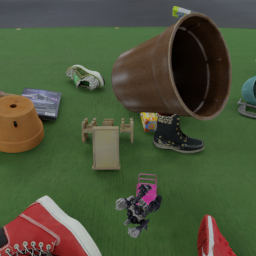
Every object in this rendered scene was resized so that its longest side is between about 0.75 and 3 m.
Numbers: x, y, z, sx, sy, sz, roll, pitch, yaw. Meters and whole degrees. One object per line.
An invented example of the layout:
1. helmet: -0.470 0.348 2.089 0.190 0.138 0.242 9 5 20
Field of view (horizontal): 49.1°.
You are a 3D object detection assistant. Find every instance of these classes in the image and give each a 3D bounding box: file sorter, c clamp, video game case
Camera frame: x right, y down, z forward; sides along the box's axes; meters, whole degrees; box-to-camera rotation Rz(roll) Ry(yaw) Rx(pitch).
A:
1. file sorter: 0.522 1.722 7.754 0.565 0.510 0.813 3 34 4
2. c clamp: 5.377 -0.802 11.780 1.667 0.226 1.424 21 39 28
3. video game case: -3.755 -1.056 11.831 1.643 0.218 2.299 7 30 -11

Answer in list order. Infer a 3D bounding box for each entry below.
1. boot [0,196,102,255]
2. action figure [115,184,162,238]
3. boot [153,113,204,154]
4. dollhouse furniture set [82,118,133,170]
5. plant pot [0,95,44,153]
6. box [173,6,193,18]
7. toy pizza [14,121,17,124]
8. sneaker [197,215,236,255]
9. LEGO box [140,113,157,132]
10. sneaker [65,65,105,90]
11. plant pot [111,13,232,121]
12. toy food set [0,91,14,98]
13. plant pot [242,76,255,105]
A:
1. boot: -1.895 2.680 6.014 2.580 0.934 1.861 20 38 40
2. action figure: 0.117 1.438 4.795 0.595 1.167 0.694 -22 61 -36
3. boot: 1.731 0.122 9.396 1.768 1.335 0.638 7 34 10
4. dollhouse furniture set: -0.685 0.456 9.445 1.724 1.307 1.967 0 12 0
5. plant pot: -3.928 -0.253 9.710 1.887 1.321 1.887 7 39 -5
6. box: 2.271 -4.731 11.604 0.833 0.199 0.508 22 -6 12
7. toy pizza: -4.697 -0.546 11.363 1.683 0.267 1.683 1 34 -1
8. sneaker: 2.154 2.835 6.091 1.070 0.726 1.852 9 46 -1
9. LEGO box: 1.053 -0.438 10.973 0.985 0.510 1.323 -3 34 -4
10. sneaker: -2.310 -2.402 13.691 2.333 0.897 1.033 18 46 29
11. plant pot: 1.008 -1.386 7.472 2.492 2.492 2.467 -30 17 -37
12. toy food set: -5.825 -1.485 12.219 1.799 0.283 1.144 10 6 -40
13. plant pot: 5.582 -1.598 12.001 1.388 1.388 1.114 -9 5 -13
